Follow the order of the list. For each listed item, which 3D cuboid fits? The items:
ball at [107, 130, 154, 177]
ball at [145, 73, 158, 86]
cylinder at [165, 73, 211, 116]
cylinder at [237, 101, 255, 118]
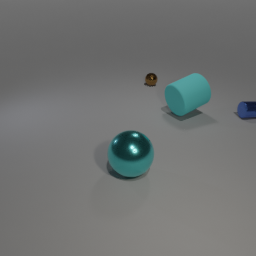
[{"bbox_3d":[0.085,0.763,8.379,1.400,1.400,1.400,0,29,0],"label":"ball"},{"bbox_3d":[1.280,-2.675,15.389,0.700,0.700,0.700,0,29,0],"label":"ball"},{"bbox_3d":[2.498,-1.411,11.782,1.400,1.400,1.400,-26,37,-20],"label":"cylinder"},{"bbox_3d":[5.148,-0.784,11.896,0.700,0.700,0.700,-2,29,-12],"label":"cylinder"}]
